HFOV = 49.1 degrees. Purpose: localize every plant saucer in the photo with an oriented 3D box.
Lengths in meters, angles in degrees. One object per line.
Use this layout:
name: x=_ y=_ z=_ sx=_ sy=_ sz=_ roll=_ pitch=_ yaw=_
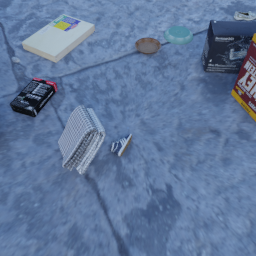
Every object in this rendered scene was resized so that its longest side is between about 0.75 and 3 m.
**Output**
plant saucer: x=0.804 y=-3.293 z=11.341 sx=1.061 sy=0.194 sz=1.061 roll=-1 pitch=51 yaw=1
plant saucer: x=2.160 y=-3.997 z=11.899 sx=1.267 sy=0.228 sz=1.267 roll=0 pitch=51 yaw=0

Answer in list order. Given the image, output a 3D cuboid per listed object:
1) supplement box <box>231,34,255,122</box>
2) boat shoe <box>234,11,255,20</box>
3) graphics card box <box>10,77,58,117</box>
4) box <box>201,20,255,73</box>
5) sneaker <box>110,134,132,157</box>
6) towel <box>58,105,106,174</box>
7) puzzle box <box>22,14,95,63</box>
supplement box: x=4.955 y=-1.673 z=8.561 sx=2.463 sy=2.429 sz=1.635 roll=-17 pitch=53 yaw=-14
boat shoe: x=5.366 y=-5.149 z=12.773 sx=1.025 sy=0.329 sz=0.378 roll=2 pitch=51 yaw=2
graphics card box: x=-3.124 y=-1.050 z=9.372 sx=0.905 sy=0.367 sz=1.443 roll=15 pitch=51 yaw=15
box: x=3.637 y=-2.889 z=10.071 sx=1.614 sy=1.641 sz=0.963 roll=3 pitch=51 yaw=3
sneaker: x=-0.212 y=0.424 z=8.229 sx=0.443 sy=0.286 sz=0.817 roll=23 pitch=57 yaw=15
towel: x=-1.320 y=0.290 z=7.488 sx=0.638 sy=1.492 sz=1.235 roll=18 pitch=23 yaw=-39
puzzle box: x=-2.818 y=-3.807 z=11.666 sx=1.753 sy=0.335 sz=2.635 roll=25 pitch=55 yaw=20
